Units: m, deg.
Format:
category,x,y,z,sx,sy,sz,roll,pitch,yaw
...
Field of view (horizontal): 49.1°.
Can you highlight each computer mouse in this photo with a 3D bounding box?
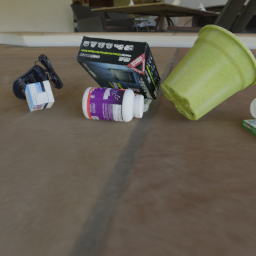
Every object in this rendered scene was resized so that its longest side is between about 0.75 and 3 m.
category,x,y,z,sx,sy,sz,roll,pitch,yaw
computer mouse,-3.732,-1.886,11.427,2.167,1.501,0.571,-26,13,19

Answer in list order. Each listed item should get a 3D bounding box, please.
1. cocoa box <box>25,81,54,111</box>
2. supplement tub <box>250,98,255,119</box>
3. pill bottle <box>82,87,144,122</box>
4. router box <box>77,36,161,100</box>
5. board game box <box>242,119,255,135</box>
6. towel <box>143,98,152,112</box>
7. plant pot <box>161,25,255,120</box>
category,x,y,z,sx,sy,sz,roll,pitch,yaw
cocoa box,-3.174,-1.117,9.988,0.776,0.788,1.182,-16,0,-23
supplement tub,4.419,-0.614,8.624,1.142,0.699,0.699,-3,21,-25
pill bottle,-0.481,-0.791,9.457,1.937,1.089,1.089,4,22,11
router box,-0.176,-1.996,9.826,2.180,0.904,2.909,12,-11,18
board game box,4.349,0.111,8.304,1.126,0.244,1.673,-4,21,-8
towel,0.142,-1.014,11.021,1.493,0.359,1.278,4,21,9
plant pot,2.502,-1.609,9.361,2.356,2.563,2.563,-43,29,-2
